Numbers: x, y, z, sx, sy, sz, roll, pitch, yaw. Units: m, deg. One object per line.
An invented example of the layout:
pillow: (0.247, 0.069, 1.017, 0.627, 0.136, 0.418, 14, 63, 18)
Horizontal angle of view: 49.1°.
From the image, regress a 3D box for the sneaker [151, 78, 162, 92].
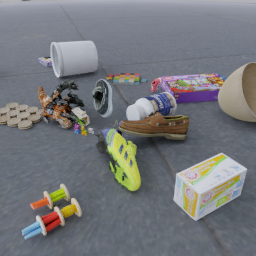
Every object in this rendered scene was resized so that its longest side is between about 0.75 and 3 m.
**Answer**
sneaker: (1.241, -2.047, 13.194, 0.417, 0.961, 0.354, -7, 64, -25)

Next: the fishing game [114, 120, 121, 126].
fishing game: (0.052, -0.172, 10.862, 1.132, 0.176, 0.811, 9, 26, 10)

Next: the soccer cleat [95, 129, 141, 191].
soccer cleat: (-0.132, 0.799, 8.584, 1.166, 0.901, 2.788, -11, 32, -20)

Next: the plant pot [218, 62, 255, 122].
plant pot: (4.536, -1.255, 11.138, 2.292, 2.292, 1.539, -26, 5, -36)

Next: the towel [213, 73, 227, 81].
towel: (4.852, -2.564, 14.780, 0.649, 0.282, 1.163, -17, 36, -25)

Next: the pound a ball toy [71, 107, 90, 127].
pound a ball toy: (-1.826, -0.536, 10.991, 0.443, 0.680, 1.042, -24, 37, -25)

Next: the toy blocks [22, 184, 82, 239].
toy blocks: (-2.008, 2.051, 6.885, 1.377, 0.500, 1.148, -21, 37, -31)

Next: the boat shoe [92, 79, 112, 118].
boat shoe: (-1.036, -1.312, 10.980, 0.700, 0.689, 1.942, -31, 48, 19)

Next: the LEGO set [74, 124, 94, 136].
LEGO set: (-1.695, 0.045, 10.384, 0.811, 0.333, 0.309, 10, 33, 16)

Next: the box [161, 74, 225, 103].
box: (3.247, -1.941, 13.434, 2.930, 0.573, 2.005, -5, 31, -8)

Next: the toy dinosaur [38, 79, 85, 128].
toy dinosaur: (-2.854, -1.074, 11.296, 1.837, 1.382, 2.706, -38, 75, -20)

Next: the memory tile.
memory tile: (-4.481, -0.515, 11.473, 2.112, 0.177, 1.619, 13, 33, 18)

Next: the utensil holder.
utensil holder: (-2.968, -3.852, 15.469, 2.166, 1.840, 1.840, -13, 33, -25)

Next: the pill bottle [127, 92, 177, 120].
pill bottle: (0.902, -0.720, 10.875, 1.879, 1.042, 1.042, -20, 36, -35)

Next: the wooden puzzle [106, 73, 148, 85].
wooden puzzle: (-0.074, -2.639, 15.014, 2.245, 0.158, 1.331, 2, 31, 3)

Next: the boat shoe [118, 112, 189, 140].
boat shoe: (0.918, -0.172, 9.740, 2.529, 0.860, 0.910, 4, 16, -19)

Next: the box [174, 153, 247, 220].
box: (2.141, 1.495, 7.359, 1.709, 0.961, 0.866, -19, 35, -26)

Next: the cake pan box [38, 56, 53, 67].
cake pan box: (-4.842, -4.186, 17.462, 1.090, 0.310, 1.183, -21, 37, -34)
